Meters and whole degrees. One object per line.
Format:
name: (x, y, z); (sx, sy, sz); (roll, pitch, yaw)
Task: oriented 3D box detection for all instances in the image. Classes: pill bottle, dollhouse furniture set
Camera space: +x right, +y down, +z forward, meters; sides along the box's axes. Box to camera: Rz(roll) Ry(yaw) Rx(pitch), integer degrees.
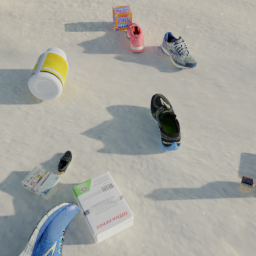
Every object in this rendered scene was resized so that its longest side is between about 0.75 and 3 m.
pill bottle: (-3.129, -2.284, 11.337); (1.289, 1.289, 2.302); (0, 45, 0)
dollhouse furniture set: (4.404, 0.993, 8.476); (1.518, 1.359, 1.915); (16, 51, 13)

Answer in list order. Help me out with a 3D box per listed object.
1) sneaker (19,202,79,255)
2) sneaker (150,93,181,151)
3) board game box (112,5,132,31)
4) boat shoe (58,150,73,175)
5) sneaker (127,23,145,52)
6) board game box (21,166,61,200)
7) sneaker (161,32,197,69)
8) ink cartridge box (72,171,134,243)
sneaker: (-1.919, 3.131, 6.958); (1.199, 1.056, 2.689); (24, 61, 11)
sneaker: (1.392, -0.376, 9.898); (0.880, 1.028, 2.481); (-5, 49, -7)
board game box: (-0.304, -5.773, 14.723); (0.900, 0.900, 0.901); (-8, 49, -8)
boat shoe: (-2.049, 1.079, 9.121); (0.344, 0.287, 0.923); (6, 48, 9)
sneaker: (0.429, -4.704, 13.704); (0.846, 0.995, 2.294); (-8, 49, -3)
board game box: (-2.648, 1.664, 8.596); (0.949, 0.305, 0.700); (22, 52, 17)
sneaker: (2.271, -3.553, 12.713); (0.905, 1.001, 2.349); (-25, 54, -20)
ink cartridge box: (-0.710, 2.194, 7.877); (1.162, 0.671, 1.597); (-22, 52, -18)
